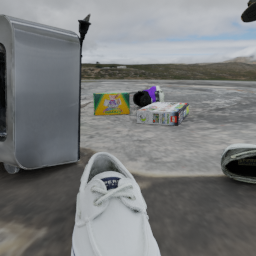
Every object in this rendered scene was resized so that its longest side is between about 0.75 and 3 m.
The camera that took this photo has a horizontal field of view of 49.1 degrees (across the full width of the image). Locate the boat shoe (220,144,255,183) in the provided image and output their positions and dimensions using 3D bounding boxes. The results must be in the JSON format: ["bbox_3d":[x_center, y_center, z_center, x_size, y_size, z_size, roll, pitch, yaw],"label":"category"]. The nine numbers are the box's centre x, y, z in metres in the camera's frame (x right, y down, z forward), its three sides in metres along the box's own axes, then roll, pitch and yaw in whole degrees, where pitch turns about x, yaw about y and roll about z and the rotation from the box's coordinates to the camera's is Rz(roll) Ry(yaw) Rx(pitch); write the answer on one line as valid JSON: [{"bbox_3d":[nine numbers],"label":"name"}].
[{"bbox_3d":[2.461,0.590,4.198,2.046,0.723,0.651,-4,9,20],"label":"boat shoe"}]

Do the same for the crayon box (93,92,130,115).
[{"bbox_3d":[-0.652,-0.961,11.062,1.413,0.839,0.412,-3,12,-13],"label":"crayon box"}]

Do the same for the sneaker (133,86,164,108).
[{"bbox_3d":[0.886,-1.473,13.227,1.349,0.943,2.713,-1,12,-2],"label":"sneaker"}]

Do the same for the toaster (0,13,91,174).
[{"bbox_3d":[-2.209,-0.720,5.189,2.575,2.848,1.690,8,10,28],"label":"toaster"}]

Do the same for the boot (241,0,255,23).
[{"bbox_3d":[3.720,-3.582,8.375,1.308,0.506,0.904,-33,26,-5],"label":"boot"}]

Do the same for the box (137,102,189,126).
[{"bbox_3d":[1.346,-0.568,10.132,1.405,0.443,2.553,4,13,19],"label":"box"}]

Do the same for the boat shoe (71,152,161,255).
[{"bbox_3d":[-0.218,0.818,2.878,0.817,0.726,2.221,-3,12,-15],"label":"boat shoe"}]
